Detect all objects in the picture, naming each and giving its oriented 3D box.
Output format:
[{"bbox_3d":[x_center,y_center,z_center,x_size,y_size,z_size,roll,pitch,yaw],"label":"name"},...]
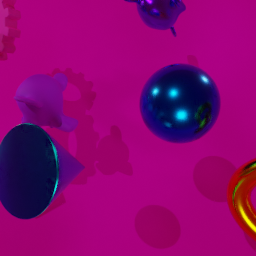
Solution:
[{"bbox_3d":[-1.374,-0.439,4.931,1.092,1.518,0.915,19,118,5],"label":"monkey head"},{"bbox_3d":[-2.630,-2.045,5.530,1.376,0.255,1.376,5,99,35],"label":"gear"},{"bbox_3d":[2.364,0.614,3.432,1.921,0.948,2.053,-2,123,-7],"label":"knot shape"},{"bbox_3d":[0.630,-2.515,5.673,1.410,0.850,1.014,26,44,-26],"label":"monkey head"},{"bbox_3d":[-0.878,0.508,3.500,1.045,1.049,1.045,-4,83,31],"label":"cone"},{"bbox_3d":[0.720,-0.339,3.946,1.121,1.121,1.121,0,79,0],"label":"ball"}]
